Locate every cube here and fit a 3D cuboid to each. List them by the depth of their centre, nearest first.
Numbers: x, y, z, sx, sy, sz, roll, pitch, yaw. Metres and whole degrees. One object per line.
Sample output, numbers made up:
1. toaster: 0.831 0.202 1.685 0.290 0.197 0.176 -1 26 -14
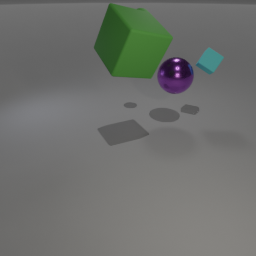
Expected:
1. cube: 0.097 -2.370 7.809 1.400 1.400 1.400 -4 48 -35
2. cube: 3.171 -2.594 10.920 0.700 0.700 0.700 34 6 1

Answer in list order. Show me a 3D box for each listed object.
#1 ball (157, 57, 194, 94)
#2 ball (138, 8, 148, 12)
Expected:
1. ball: 1.830 -2.016 10.821 1.400 1.400 1.400 0 27 0
2. ball: 0.454 -3.871 9.913 0.700 0.700 0.700 0 27 0
